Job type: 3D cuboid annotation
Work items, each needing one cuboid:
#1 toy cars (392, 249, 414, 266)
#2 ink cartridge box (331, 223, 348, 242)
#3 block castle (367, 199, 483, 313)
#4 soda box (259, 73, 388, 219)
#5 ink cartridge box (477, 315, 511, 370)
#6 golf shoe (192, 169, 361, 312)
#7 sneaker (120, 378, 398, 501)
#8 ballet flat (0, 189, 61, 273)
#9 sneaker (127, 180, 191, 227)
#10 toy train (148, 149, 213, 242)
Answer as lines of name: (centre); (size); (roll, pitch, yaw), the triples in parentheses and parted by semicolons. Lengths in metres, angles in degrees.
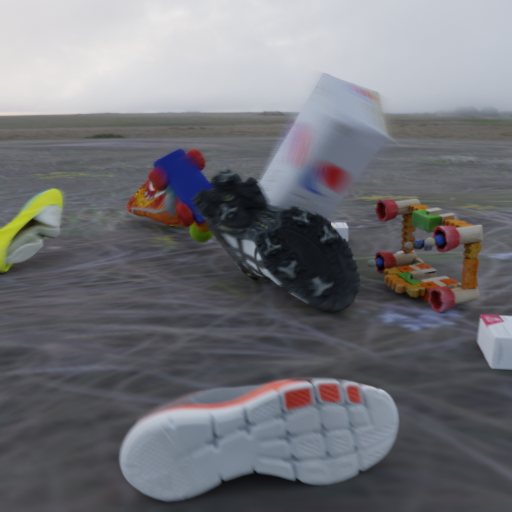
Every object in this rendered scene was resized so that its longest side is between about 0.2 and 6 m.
toy cars: (2.521, 0.133, 9.412); (0.447, 0.221, 0.996); (-2, 20, 2)
ink cartridge box: (1.531, -0.502, 11.693); (0.737, 0.310, 0.534); (1, 15, 3)
block castle: (2.351, -0.060, 8.135); (0.876, 1.248, 1.868); (-9, 21, -16)
soda box: (0.854, -1.310, 9.168); (1.004, 3.153, 1.074); (13, 51, -17)
ink cartridge box: (2.989, 0.952, 6.129); (0.932, 0.399, 0.688); (0, 15, 8)
golf shoe: (0.367, -0.093, 8.484); (1.187, 1.443, 3.054); (-39, 58, -15)
sneaker: (0.029, 1.247, 4.372); (2.101, 0.809, 0.860); (-2, 9, -10)
ballet flat: (-3.987, -0.414, 9.944); (0.747, 0.745, 2.229); (17, 41, 16)
sneaker: (-2.230, -1.101, 12.993); (1.052, 0.996, 2.729); (43, -9, -32)
toy train: (-0.973, -0.687, 10.585); (1.061, 1.451, 2.507); (-33, 72, -20)
